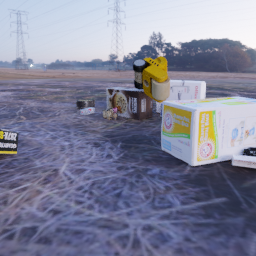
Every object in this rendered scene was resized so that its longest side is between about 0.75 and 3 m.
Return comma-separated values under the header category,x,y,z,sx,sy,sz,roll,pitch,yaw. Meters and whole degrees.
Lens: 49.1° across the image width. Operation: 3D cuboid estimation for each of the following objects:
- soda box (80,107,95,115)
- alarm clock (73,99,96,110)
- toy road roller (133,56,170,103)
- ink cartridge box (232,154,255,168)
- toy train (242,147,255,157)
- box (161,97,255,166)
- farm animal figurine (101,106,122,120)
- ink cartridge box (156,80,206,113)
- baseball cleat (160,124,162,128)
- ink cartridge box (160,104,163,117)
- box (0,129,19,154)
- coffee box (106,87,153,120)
category,x,y,z,sx,sy,sz,roll,pitch,yaw
soda box,-1.991,-0.830,13.833,0.283,0.263,0.830,7,15,29
alarm clock,-2.278,-1.364,15.634,1.046,0.516,1.551,6,16,26
toy road roller,1.216,-2.173,11.591,1.491,1.255,2.043,-31,52,-21
ink cartridge box,2.909,0.813,6.431,0.973,0.217,0.857,5,5,20
toy train,3.770,0.648,7.027,1.741,0.399,0.297,1,13,3
box,2.474,-0.030,7.681,2.793,1.416,1.571,-6,14,-24
farm animal figurine,-0.751,-0.603,12.427,0.997,0.526,1.008,-6,12,38
ink cartridge box,2.580,-1.514,13.750,2.212,1.621,0.916,6,14,25
baseball cleat,1.433,0.008,10.002,0.510,0.334,0.958,-10,16,-39
ink cartridge box,2.331,-0.518,11.641,1.335,0.628,2.840,0,13,-7
box,-4.519,0.257,6.768,2.795,0.690,2.232,2,-7,8
coffee box,0.034,-1.194,13.121,0.911,1.290,2.282,-13,17,-42
